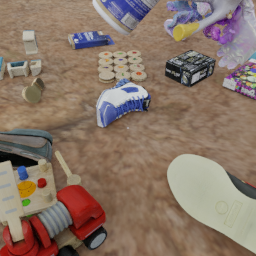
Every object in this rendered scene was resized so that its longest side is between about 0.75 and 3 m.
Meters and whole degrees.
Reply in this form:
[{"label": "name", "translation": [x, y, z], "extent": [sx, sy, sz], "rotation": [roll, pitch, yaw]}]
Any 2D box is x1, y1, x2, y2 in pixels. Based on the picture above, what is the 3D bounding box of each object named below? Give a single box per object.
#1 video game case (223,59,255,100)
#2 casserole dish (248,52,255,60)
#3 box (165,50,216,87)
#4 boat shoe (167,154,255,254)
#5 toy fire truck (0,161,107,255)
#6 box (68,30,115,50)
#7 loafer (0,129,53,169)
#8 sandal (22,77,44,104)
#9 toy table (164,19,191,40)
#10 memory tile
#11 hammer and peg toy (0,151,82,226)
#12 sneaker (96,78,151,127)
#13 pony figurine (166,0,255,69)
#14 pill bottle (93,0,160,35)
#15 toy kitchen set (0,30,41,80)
[{"label": "video game case", "translation": [4.389, -1.528, 9.120], "extent": [1.794, 0.354, 1.979], "rotation": [32, 50, 32]}, {"label": "casserole dish", "translation": [5.382, -2.723, 10.489], "extent": [1.354, 0.434, 2.235], "rotation": [-20, 43, -22]}, {"label": "box", "translation": [2.119, -2.059, 9.566], "extent": [1.349, 0.581, 1.105], "rotation": [-31, 49, -31]}, {"label": "boat shoe", "translation": [1.931, 1.465, 5.208], "extent": [3.001, 0.940, 1.098], "rotation": [31, 88, 47]}, {"label": "toy fire truck", "translation": [-1.317, 1.373, 4.483], "extent": [1.672, 1.899, 1.222], "rotation": [-31, 50, -30]}, {"label": "box", "translation": [-1.548, -3.744, 11.805], "extent": [1.799, 0.292, 1.090], "rotation": [-11, 41, -15]}, {"label": "loafer", "translation": [-3.071, 0.550, 6.164], "extent": [2.747, 0.987, 0.864], "rotation": [-3, 53, -14]}, {"label": "sandal", "translation": [-2.997, -1.056, 8.607], "extent": [0.477, 0.532, 1.450], "rotation": [-27, 29, 17]}, {"label": "toy table", "translation": [2.234, -4.345, 11.993], "extent": [0.727, 1.141, 1.241], "rotation": [-40, 72, -18]}, {"label": "memory tile", "translation": [-0.249, -2.283, 10.146], "extent": [1.679, 0.184, 2.191], "rotation": [-3, 41, -3]}, {"label": "hammer and peg toy", "translation": [-1.837, 1.192, 5.730], "extent": [1.685, 0.594, 1.239], "rotation": [-13, 40, -15]}, {"label": "sneaker", "translation": [-0.003, -0.753, 7.869], "extent": [1.129, 0.790, 1.954], "rotation": [16, 41, 21]}, {"label": "pony figurine", "translation": [2.223, -2.778, 6.231], "extent": [2.888, 2.788, 2.405], "rotation": [-22, 80, -30]}, {"label": "pill bottle", "translation": [0.247, -3.590, 7.101], "extent": [1.299, 2.170, 1.299], "rotation": [38, 24, -21]}, {"label": "toy kitchen set", "translation": [-3.938, -2.553, 9.503], "extent": [1.771, 1.419, 1.043], "rotation": [-9, 42, -11]}]
